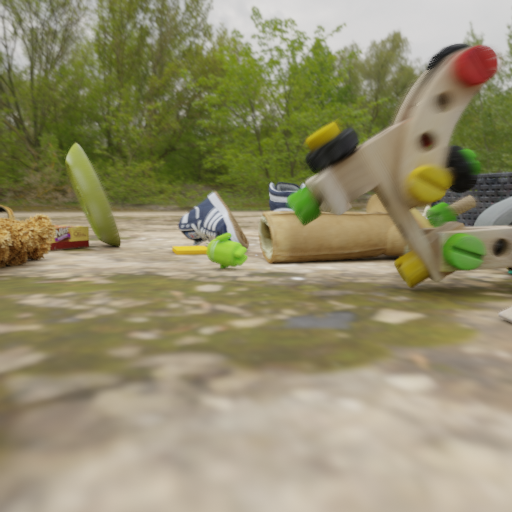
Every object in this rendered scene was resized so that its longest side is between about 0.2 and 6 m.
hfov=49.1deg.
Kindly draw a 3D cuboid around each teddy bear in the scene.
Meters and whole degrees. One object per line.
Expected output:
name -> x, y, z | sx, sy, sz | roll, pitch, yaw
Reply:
teddy bear -> -4.055, -0.266, 8.497 | 1.936, 0.892, 2.671 | -1, 5, 14

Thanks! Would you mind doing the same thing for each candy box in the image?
candy box -> -4.509, -0.406, 11.838 | 1.747, 0.493, 1.019 | 5, 8, 33

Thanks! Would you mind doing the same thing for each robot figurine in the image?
robot figurine -> -0.444, -0.047, 8.100 | 0.625, 0.548, 0.361 | 11, 39, 25

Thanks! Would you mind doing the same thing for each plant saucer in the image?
plant saucer -> -3.531, -1.216, 11.924 | 0.364, 2.346, 2.346 | -25, 14, -18

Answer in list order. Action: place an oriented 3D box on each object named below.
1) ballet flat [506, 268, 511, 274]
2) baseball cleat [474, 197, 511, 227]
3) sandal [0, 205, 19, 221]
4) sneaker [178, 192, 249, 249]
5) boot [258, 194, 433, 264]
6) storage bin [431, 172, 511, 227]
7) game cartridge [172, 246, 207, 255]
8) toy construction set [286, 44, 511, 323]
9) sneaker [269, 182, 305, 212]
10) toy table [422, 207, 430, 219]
ballet flat -> 3.582, -0.042, 6.680 | 0.777, 0.779, 2.325 | 0, 6, 1
baseball cleat -> 4.966, -0.360, 8.073 | 3.285, 1.146, 1.749 | -1, 6, -4
sandal -> -6.264, -0.764, 13.068 | 1.369, 0.920, 3.408 | -2, 7, -8
sneaker -> -0.922, -0.476, 11.560 | 1.116, 0.721, 2.057 | -33, 37, 2
boot -> 1.418, -0.587, 9.946 | 2.809, 0.929, 2.460 | -2, 18, -9
storage bin -> 5.599, -0.957, 11.992 | 2.283, 1.583, 3.377 | -3, 5, -22
game cartridge -> -1.247, -0.099, 10.724 | 0.654, 0.120, 0.741 | -1, 8, -15
toy construction set -> 1.796, -0.402, 5.703 | 2.448, 2.657, 3.186 | -26, 33, -2
sneaker -> 0.705, -1.050, 13.558 | 0.919, 1.423, 2.623 | 0, 6, -1
toy table -> 4.710, -0.907, 15.699 | 0.543, 0.853, 0.928 | -21, 27, -28
